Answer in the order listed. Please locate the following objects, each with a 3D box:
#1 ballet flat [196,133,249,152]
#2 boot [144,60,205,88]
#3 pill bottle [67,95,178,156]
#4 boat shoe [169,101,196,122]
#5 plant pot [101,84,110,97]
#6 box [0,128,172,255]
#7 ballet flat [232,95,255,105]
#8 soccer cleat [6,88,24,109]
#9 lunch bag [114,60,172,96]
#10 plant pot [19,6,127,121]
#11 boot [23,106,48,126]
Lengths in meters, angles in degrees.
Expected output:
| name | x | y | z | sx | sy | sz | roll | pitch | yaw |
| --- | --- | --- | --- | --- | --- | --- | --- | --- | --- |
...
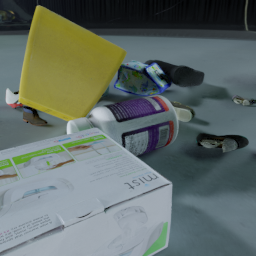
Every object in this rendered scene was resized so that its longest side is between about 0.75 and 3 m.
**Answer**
| name | x | y | z | sx | sy | sz | roll | pitch | yaw |
| --- | --- | --- | --- | --- | --- | --- | --- | --- | --- |
| ballet flat | 2.493 | 0.428 | 7.537 | 1.364 | 0.464 | 0.466 | 3 | 31 | 32 |
| boot | 1.889 | -2.854 | 13.759 | 2.428 | 0.967 | 2.946 | 2 | 23 | -47 |
| pill bottle | -0.137 | 0.062 | 7.073 | 2.567 | 1.430 | 1.430 | -14 | 28 | -28 |
| boat shoe | 1.623 | -0.653 | 9.815 | 1.536 | 0.549 | 0.459 | 26 | 34 | 34 |
| plant pot | -1.281 | -1.789 | 12.061 | 0.870 | 0.854 | 0.851 | -1 | 22 | -25 |
| box | -1.143 | 1.228 | 4.497 | 2.814 | 1.361 | 2.483 | -15 | 28 | -31 |
| ballet flat | 4.531 | -1.044 | 11.032 | 0.342 | 0.342 | 0.951 | -20 | 31 | -38 |
| soccer cleat | -3.765 | -1.327 | 10.942 | 1.945 | 0.828 | 0.667 | -16 | 29 | -31 |
| lunch bag | 0.740 | -2.128 | 12.290 | 2.145 | 1.367 | 1.824 | 22 | 27 | 14 |
| plant pot | -1.981 | -1.545 | 8.383 | 2.609 | 2.301 | 2.609 | 23 | -8 | -21 |
| boot | -3.100 | -0.393 | 9.242 | 1.024 | 0.496 | 0.382 | 11 | 26 | 24 |
